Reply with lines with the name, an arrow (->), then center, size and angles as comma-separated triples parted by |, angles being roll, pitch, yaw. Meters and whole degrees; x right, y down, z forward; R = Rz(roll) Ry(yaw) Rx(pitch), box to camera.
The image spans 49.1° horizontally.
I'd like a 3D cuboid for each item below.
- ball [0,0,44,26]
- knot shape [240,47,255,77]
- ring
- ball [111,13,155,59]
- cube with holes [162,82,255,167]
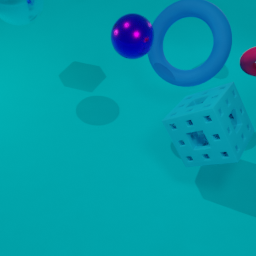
ball -> -2.783, -3.258, 6.969 | 1.333, 1.333, 1.333 | 0, 52, 0
knot shape -> 3.174, -0.987, 5.333 | 1.793, 0.828, 1.678 | 3, 39, -19
ring -> 1.439, -2.048, 6.824 | 2.074, 2.074, 0.415 | 26, 19, 19
ball -> 0.099, -1.981, 6.084 | 0.953, 0.953, 0.953 | 0, 52, 0
cube with holes -> 1.848, -0.052, 6.388 | 1.290, 1.290, 1.290 | -14, 20, 45
